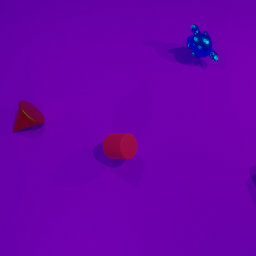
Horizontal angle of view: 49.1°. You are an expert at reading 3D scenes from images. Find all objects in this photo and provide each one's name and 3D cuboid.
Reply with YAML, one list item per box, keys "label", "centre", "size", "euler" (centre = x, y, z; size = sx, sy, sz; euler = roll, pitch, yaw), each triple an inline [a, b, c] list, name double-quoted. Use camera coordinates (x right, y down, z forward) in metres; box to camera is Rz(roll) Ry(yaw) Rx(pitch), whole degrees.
- label: "cylinder"
  centre: [-0.219, 0.507, 7.793]
  size: [0.702, 0.702, 0.702]
  euler: [-2, 59, 42]
- label: "monkey head"
  centre: [2.510, -2.867, 9.330]
  size: [1.025, 0.858, 1.424]
  euler: [-44, 105, -10]
- label: "cone"
  centre: [-3.215, -0.181, 8.528]
  size: [0.949, 0.946, 0.946]
  euler: [-42, 70, 12]
